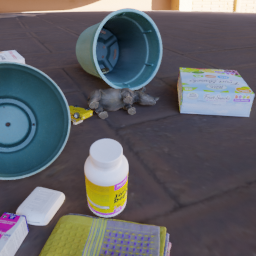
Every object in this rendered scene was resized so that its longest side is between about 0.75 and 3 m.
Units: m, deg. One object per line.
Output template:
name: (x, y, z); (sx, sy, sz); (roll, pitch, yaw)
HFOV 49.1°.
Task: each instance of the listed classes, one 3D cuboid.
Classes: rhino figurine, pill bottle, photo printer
rhino figurine: (-0.137, -0.962, 9.510); (2.634, 0.787, 1.152); (-8, 29, -18)
pill bottle: (-0.357, 0.842, 4.690); (0.714, 1.370, 0.714); (1, 42, -1)
photo printer: (-1.673, 1.501, 5.340); (0.654, 0.273, 0.786); (9, 29, 14)

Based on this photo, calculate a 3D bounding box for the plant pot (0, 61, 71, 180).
plant pot: (-2.760, -0.126, 6.538); (2.469, 2.469, 1.654); (-15, 3, -26)

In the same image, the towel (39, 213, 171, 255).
towel: (-0.540, 2.287, 3.798); (2.015, 0.319, 2.805); (7, 28, 12)

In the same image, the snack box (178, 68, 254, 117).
snack box: (3.004, -1.391, 10.168); (2.278, 0.914, 2.701); (3, 29, 5)

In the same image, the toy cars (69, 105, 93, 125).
toy cars: (-2.142, -0.326, 8.662); (2.157, 0.478, 0.967); (-4, 23, -1)

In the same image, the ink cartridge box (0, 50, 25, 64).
ink cartridge box: (-4.680, -1.659, 9.816); (2.702, 1.692, 1.737); (-16, 31, -26)

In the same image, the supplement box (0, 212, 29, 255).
supplement box: (-2.018, 1.830, 4.577); (0.404, 0.413, 0.799); (6, 30, 8)

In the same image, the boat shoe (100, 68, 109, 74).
boat shoe: (-1.255, -2.558, 12.862); (0.824, 0.314, 0.295); (-11, 69, -30)

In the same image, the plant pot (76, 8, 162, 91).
plant pot: (-0.653, -3.195, 11.681); (3.001, 3.001, 2.939); (-16, 20, -27)
